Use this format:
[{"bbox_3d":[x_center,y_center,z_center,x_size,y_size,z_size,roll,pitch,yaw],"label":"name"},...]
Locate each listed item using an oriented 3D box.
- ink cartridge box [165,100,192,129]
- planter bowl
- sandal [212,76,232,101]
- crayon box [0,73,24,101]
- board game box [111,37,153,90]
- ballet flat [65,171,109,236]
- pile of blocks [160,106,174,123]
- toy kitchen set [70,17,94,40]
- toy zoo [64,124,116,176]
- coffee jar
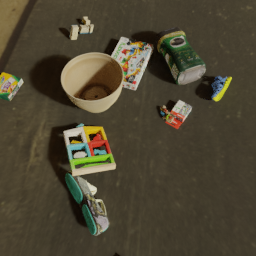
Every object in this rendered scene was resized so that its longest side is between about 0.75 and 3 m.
[{"bbox_3d":[2.008,-0.541,11.098,0.599,0.277,1.099,30,64,19],"label":"ink cartridge box"},{"bbox_3d":[-1.309,-1.551,10.950,2.302,1.549,2.302,0,60,0],"label":"planter bowl"},{"bbox_3d":[3.752,-1.678,11.638,0.634,0.579,1.456,27,55,17],"label":"sandal"},{"bbox_3d":[-5.090,-1.736,11.715,0.935,0.316,1.083,18,61,10],"label":"crayon box"},{"bbox_3d":[0.010,-2.894,12.366,1.567,0.430,2.482,17,61,10],"label":"board game box"},{"bbox_3d":[-1.295,2.378,9.255,0.833,0.833,2.316,-26,63,-14],"label":"ballet flat"},{"bbox_3d":[1.496,-0.572,11.110,0.346,0.262,0.842,-26,59,-12],"label":"pile of blocks"},{"bbox_3d":[-2.344,-4.825,13.488,1.131,0.666,0.906,-15,59,-32],"label":"toy kitchen set"},{"bbox_3d":[-1.455,0.642,10.073,1.496,0.233,2.280,-6,46,-17],"label":"toy zoo"},{"bbox_3d":[2.196,-3.191,12.150,1.347,1.102,2.583,-18,62,-8],"label":"coffee jar"}]
